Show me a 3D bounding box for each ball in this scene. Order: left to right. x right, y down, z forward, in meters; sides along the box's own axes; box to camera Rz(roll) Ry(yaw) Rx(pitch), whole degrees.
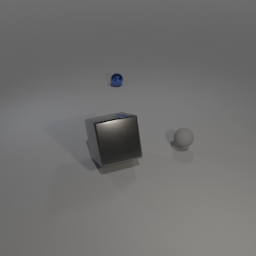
[{"bbox_3d":[-0.604,-2.616,15.202,0.700,0.700,0.700,0,31,0],"label":"ball"},{"bbox_3d":[1.976,0.339,9.909,0.700,0.700,0.700,0,31,0],"label":"ball"}]

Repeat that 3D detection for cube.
[{"bbox_3d":[-0.498,0.322,9.189,1.400,1.400,1.400,-12,11,-19],"label":"cube"}]
